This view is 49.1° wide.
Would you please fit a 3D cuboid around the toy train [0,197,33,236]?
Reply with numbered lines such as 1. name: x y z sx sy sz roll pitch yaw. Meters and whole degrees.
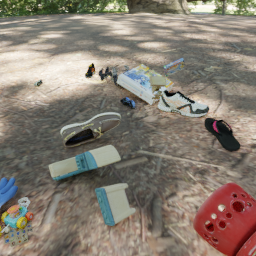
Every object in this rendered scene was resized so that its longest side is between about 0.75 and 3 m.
1. toy train: -3.382 2.204 7.103 1.799 0.500 1.351 -16 32 -24

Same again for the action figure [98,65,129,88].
1. action figure: -0.506 -2.951 15.808 2.347 1.198 1.395 21 23 27

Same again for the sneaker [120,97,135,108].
1. sneaker: -0.015 -1.192 13.546 0.400 0.360 1.027 -19 29 -20

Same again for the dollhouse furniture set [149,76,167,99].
1. dollhouse furniture set: 1.008 -1.618 10.725 0.592 0.892 0.782 -1 72 -17

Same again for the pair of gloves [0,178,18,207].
1. pair of gloves: -4.130 1.985 7.326 2.307 0.263 1.855 -10 23 10

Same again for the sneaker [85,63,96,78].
1. sneaker: -2.409 -3.659 17.683 0.510 0.656 1.457 4 29 7

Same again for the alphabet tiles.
1. alphabet tiles: -2.727 2.577 6.954 0.670 0.030 0.802 -12 31 -20

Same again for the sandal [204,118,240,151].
1. sandal: 3.726 0.079 10.996 0.866 0.520 2.306 -4 29 -7

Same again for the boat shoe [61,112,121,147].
1. boat shoe: -1.319 0.092 10.327 2.330 0.837 0.693 -17 45 -4

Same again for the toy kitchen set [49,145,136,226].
1. toy kitchen set: -1.119 1.680 7.904 1.422 1.934 2.413 -15 -4 -26

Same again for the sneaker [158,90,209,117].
1. sneaker: 2.528 -1.134 12.804 2.375 0.950 0.876 11 29 17

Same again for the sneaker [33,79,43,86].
1. sneaker: -5.227 -2.634 16.229 0.352 0.306 0.795 -3 26 12

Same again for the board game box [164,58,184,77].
1. board game box: 1.794 -2.352 10.889 0.800 0.541 0.138 -24 61 2

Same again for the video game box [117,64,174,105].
1. video game box: 0.962 -2.364 14.723 2.208 0.567 2.424 36 40 13

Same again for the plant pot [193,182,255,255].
1. plant pot: 2.423 2.195 6.240 1.480 1.480 1.348 -18 43 -30
